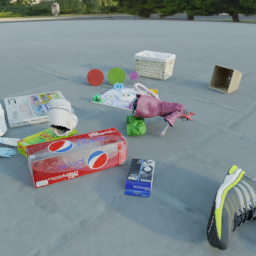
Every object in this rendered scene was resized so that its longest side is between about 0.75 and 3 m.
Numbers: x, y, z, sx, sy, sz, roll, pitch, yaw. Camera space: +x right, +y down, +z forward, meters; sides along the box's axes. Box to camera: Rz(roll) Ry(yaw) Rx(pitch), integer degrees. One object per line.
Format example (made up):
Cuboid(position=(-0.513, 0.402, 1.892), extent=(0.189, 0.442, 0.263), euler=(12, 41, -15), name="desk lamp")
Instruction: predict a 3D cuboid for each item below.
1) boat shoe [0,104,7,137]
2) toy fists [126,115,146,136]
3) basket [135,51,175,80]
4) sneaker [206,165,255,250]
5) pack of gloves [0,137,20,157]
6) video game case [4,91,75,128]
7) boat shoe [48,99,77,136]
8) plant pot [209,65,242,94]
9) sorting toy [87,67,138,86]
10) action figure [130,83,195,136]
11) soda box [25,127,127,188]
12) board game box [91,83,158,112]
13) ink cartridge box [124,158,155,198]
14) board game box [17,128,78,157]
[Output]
Cuboid(position=(-5.422, -0.483, 10.969), extent=(1.038, 1.016, 2.932), euler=(-13, 29, -20), name="boat shoe")
Cuboid(position=(0.311, -0.154, 10.942), extent=(0.741, 0.500, 1.454), euler=(0, 26, -2), name="toy fists")
Cuboid(position=(1.649, -3.894, 17.332), extent=(2.176, 1.343, 1.475), euler=(16, 31, 26), name="basket")
Cuboid(position=(2.639, 1.820, 6.582), extent=(1.109, 1.012, 2.740), euler=(18, 34, 26), name="sneaker")
Cuboid(position=(-4.397, 0.553, 9.476), extent=(1.286, 0.254, 1.081), euler=(6, 31, -16), name="pack of gloves")
Cuboid(position=(-4.078, -0.937, 12.666), extent=(2.643, 0.320, 2.903), euler=(-12, 29, -22), name="video game case")
Cuboid(position=(-2.160, -0.144, 8.864), extent=(0.922, 0.837, 2.508), euler=(5, -14, -2), name="boat shoe")
Cuboid(position=(5.359, -2.620, 15.103), extent=(1.133, 1.279, 1.278), euler=(-4, 24, -35), name="plant pot")
Cuboid(position=(-0.866, -2.924, 16.235), extent=(2.917, 1.011, 1.005), euler=(-3, 4, -3), name="sorting toy")
Cuboid(position=(1.366, -0.789, 10.711), extent=(2.451, 1.825, 1.642), euler=(7, 27, 6), name="action figure")
Cuboid(position=(-1.511, 0.829, 8.527), extent=(2.889, 0.916, 1.011), euler=(-11, 29, -23), name="soda box")
Cuboid(position=(-0.112, -1.616, 13.985), extent=(2.535, 0.328, 2.535), euler=(14, 30, 25), name="board game box")
Cuboid(position=(0.359, 1.404, 8.124), extent=(0.737, 0.291, 1.482), euler=(4, 28, 7), name="ink cartridge box")
Cuboid(position=(-2.760, 0.459, 9.778), extent=(0.946, 0.443, 1.862), euler=(21, 34, 35), name="board game box")
